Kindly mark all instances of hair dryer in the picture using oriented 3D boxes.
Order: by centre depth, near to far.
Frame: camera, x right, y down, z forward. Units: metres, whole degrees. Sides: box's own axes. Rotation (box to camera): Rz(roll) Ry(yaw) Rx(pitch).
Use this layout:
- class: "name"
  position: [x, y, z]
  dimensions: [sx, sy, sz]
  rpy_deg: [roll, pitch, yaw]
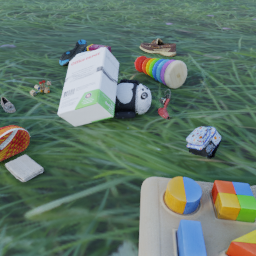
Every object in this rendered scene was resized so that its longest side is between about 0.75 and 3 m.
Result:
- class: "hair dryer"
  position: [1.239, -0.733, 9.523]
  dimensions: [0.277, 0.777, 1.021]
  rpy_deg: [0, 67, -16]

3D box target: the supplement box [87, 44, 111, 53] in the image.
- class: "supplement box"
  position: [-1.511, -3.927, 14.791]
  dimensions: [1.173, 0.768, 0.605]
  rpy_deg: [12, 35, 19]

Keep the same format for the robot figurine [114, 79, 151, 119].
- class: "robot figurine"
  position: [-0.081, -1.053, 9.965]
  dimensions: [1.812, 1.362, 1.131]
  rpy_deg: [3, 9, 6]

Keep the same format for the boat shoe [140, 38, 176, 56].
- class: "boat shoe"
  position: [1.708, -4.688, 15.901]
  dimensions: [2.302, 0.828, 0.830]
  rpy_deg: [24, 40, 32]

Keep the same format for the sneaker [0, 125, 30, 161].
- class: "sneaker"
  position: [-4.111, 0.677, 7.701]
  dimensions: [2.761, 1.008, 1.065]
  rpy_deg: [-21, 21, -39]

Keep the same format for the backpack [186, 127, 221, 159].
- class: "backpack"
  position: [2.133, 0.337, 7.868]
  dimensions: [0.860, 0.695, 0.903]
  rpy_deg: [-41, 24, -17]

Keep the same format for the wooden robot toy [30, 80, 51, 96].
- class: "wooden robot toy"
  position: [-3.460, -1.615, 11.535]
  dimensions: [0.498, 0.484, 1.098]
  rpy_deg: [31, 43, 23]

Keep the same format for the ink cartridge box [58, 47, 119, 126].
- class: "ink cartridge box"
  position: [-1.257, -1.348, 9.278]
  dimensions: [1.625, 0.938, 2.233]
  rpy_deg: [-12, 57, 29]

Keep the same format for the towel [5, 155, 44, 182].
- class: "towel"
  position: [-2.797, 1.080, 7.578]
  dimensions: [0.984, 0.170, 0.652]
  rpy_deg: [27, 40, 36]

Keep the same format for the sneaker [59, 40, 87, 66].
- class: "sneaker"
  position: [-2.763, -3.761, 14.667]
  dimensions: [0.718, 0.804, 1.963]
  rpy_deg: [29, 61, 23]

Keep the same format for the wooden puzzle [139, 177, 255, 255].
- class: "wooden puzzle"
  position: [1.723, 1.954, 5.730]
  dimensions: [2.958, 0.685, 2.740]
  rpy_deg: [2, 33, 3]

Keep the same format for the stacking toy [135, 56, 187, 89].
- class: "stacking toy"
  position: [1.315, -2.673, 12.729]
  dimensions: [1.195, 1.195, 2.800]
  rpy_deg: [-20, 31, -29]

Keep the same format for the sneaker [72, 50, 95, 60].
- class: "sneaker"
  position: [-2.200, -3.092, 13.299]
  dimensions: [1.307, 1.112, 2.955]
  rpy_deg: [10, 24, 16]

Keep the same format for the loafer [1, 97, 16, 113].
- class: "loafer"
  position: [-4.515, -0.863, 10.448]
  dimensions: [0.353, 0.309, 0.983]
  rpy_deg: [-25, 41, -34]
